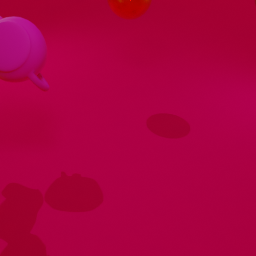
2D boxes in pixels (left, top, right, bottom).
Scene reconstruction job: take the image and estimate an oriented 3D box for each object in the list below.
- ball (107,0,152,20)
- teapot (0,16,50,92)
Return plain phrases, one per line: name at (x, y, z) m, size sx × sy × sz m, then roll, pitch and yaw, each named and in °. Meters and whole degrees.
ball at (0.036, -3.219, 6.780) m, size 1.115 × 1.115 × 1.115 m, roll 0°, pitch 35°, yaw 0°
teapot at (-1.987, -1.403, 5.043) m, size 1.123 × 1.807 × 0.885 m, roll -36°, pitch -4°, yaw 7°
